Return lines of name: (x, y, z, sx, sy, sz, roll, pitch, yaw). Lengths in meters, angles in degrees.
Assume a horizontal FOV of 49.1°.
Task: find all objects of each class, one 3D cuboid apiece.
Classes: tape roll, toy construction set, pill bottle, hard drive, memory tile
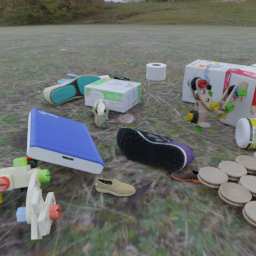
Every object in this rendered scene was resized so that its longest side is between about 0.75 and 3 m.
tape roll: (1.482, -2.967, 14.743, 1.037, 0.712, 1.037, 1, 25, 0)
toy construction set: (-2.554, 1.165, 5.158, 2.797, 1.288, 1.834, 7, 1, -2)
pill bottle: (3.888, 0.167, 7.831, 1.511, 0.850, 0.850, 2, 25, 2)
hard drive: (-1.637, 0.243, 6.988, 1.641, 0.316, 2.487, 19, 14, -24)
toy construction set: (2.668, -0.573, 8.144, 1.699, 1.565, 2.037, 6, 5, -42)
memory tile: (2.944, 1.209, 6.102, 2.515, 0.211, 1.928, -10, 30, -29)

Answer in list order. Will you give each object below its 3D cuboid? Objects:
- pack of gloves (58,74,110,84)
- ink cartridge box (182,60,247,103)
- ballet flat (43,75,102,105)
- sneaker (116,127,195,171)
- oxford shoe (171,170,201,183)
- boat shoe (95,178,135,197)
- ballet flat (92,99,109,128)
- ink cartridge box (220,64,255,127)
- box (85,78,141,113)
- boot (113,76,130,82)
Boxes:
pack of gloves: (-1.942, -2.292, 13.503, 2.797, 0.552, 2.350, -10, 26, -21)
ink cartridge box: (3.435, -1.784, 11.252, 2.078, 1.503, 1.510, 15, 29, 29)
ballet flat: (-2.291, -1.655, 11.811, 2.747, 0.954, 0.954, -21, 32, -38)
sneaker: (0.696, 0.531, 7.404, 2.158, 0.817, 0.945, 22, 17, 33)
oxford shoe: (1.401, 1.078, 6.547, 0.755, 0.274, 0.269, 4, 25, 9)
boat shoe: (-0.284, 1.257, 6.084, 0.892, 0.340, 0.320, 4, 25, 8)
ballet flat: (-0.935, -0.616, 9.730, 0.601, 0.667, 1.771, -2, 25, -10)
ink cartridge box: (4.325, -1.155, 9.569, 2.394, 1.757, 0.992, -23, 37, -39)
box: (-0.584, -1.312, 11.059, 1.737, 0.840, 1.533, 13, 26, 24)
boot: (-0.065, -2.201, 13.469, 1.098, 0.396, 0.829, 32, 26, 27)
